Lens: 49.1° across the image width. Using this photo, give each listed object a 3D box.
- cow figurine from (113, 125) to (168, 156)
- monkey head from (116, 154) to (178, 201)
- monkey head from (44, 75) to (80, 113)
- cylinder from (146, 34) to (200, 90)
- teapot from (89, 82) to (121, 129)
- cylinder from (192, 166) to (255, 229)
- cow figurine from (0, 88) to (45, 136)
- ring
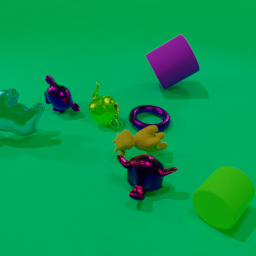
[{"bbox_3d":[0.266,0.329,6.397,1.051,1.068,0.586,-21,64,20],"label":"cow figurine"},{"bbox_3d":[0.304,0.946,5.544,1.258,0.758,0.905,11,21,16],"label":"monkey head"},{"bbox_3d":[-1.925,-0.963,8.203,0.802,1.331,0.957,-31,16,45],"label":"monkey head"},{"bbox_3d":[1.466,-2.149,9.213,1.326,1.326,1.326,-28,33,11],"label":"cylinder"},{"bbox_3d":[-0.624,-0.569,7.664,0.871,0.686,1.401,-23,80,-54],"label":"teapot"},{"bbox_3d":[1.743,1.251,5.116,0.826,0.826,0.826,28,44,34],"label":"cylinder"},{"bbox_3d":[-3.108,-0.154,6.999,1.688,1.661,0.926,28,8,-10],"label":"cow figurine"},{"bbox_3d":[0.607,-0.279,7.830,1.194,0.239,1.194,3,37,-2],"label":"ring"}]
